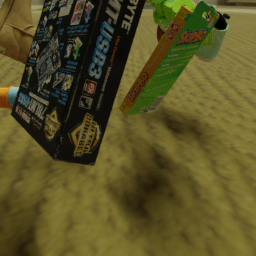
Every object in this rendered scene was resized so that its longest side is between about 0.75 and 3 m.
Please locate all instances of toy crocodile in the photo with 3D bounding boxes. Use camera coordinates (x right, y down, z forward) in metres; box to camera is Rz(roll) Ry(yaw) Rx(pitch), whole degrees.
[{"bbox_3d":[1.330,-3.166,7.514,0.889,0.971,2.878,-34,54,-4],"label":"toy crocodile"}]

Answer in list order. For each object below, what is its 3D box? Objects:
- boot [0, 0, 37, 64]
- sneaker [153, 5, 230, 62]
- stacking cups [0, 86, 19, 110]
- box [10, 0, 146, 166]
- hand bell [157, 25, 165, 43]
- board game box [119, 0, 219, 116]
[{"bbox_3d":[-2.034,-2.256,7.319,2.640,2.312,0.873,25,-24,-24],"label":"boot"},{"bbox_3d":[2.050,-3.608,9.061,1.034,1.658,2.810,-40,75,-22],"label":"sneaker"},{"bbox_3d":[-2.210,-0.584,5.852,1.946,0.589,0.589,-1,29,9],"label":"stacking cups"},{"bbox_3d":[-0.905,-1.076,4.197,0.642,2.565,2.584,13,6,-34],"label":"box"},{"bbox_3d":[1.340,-4.375,10.443,1.500,2.881,1.500,-3,38,2],"label":"hand bell"},{"bbox_3d":[0.908,-1.447,6.223,0.411,2.744,1.311,46,28,20],"label":"board game box"}]
